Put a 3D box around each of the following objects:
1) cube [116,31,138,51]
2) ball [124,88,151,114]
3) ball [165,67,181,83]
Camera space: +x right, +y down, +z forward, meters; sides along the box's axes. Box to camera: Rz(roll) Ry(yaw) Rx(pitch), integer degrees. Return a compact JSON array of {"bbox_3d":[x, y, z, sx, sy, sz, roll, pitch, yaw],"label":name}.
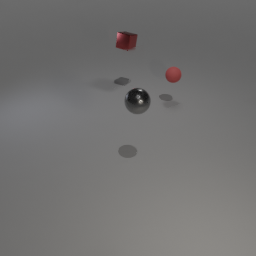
[{"bbox_3d":[-0.063,-4.013,12.917,0.700,0.700,0.700,22,29,22],"label":"cube"},{"bbox_3d":[0.253,-0.711,7.427,0.700,0.700,0.700,0,32,0],"label":"ball"},{"bbox_3d":[1.990,-2.332,12.280,0.700,0.700,0.700,0,32,0],"label":"ball"}]
